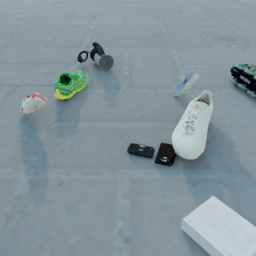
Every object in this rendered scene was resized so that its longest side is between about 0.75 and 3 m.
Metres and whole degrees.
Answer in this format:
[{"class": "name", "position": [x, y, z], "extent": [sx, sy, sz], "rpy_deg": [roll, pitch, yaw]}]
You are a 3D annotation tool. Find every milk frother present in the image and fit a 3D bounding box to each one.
[{"class": "milk frother", "position": [-1.505, -3.127, 12.754], "extent": [1.261, 1.138, 1.186], "rpy_deg": [-42, 41, 3]}]

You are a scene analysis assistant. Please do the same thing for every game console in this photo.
[{"class": "game console", "position": [0.664, 0.646, 7.811], "extent": [1.347, 0.162, 0.794], "rpy_deg": [11, 36, 13]}]

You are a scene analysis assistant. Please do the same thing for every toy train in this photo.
[{"class": "toy train", "position": [4.935, -1.868, 10.884], "extent": [1.226, 0.916, 2.151], "rpy_deg": [-2, 33, -20]}]

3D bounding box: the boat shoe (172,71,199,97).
[{"class": "boat shoe", "position": [2.181, -1.573, 10.434], "extent": [0.495, 1.160, 0.429], "rpy_deg": [18, 34, -37]}]

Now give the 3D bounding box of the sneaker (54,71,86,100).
[{"class": "sneaker", "position": [-2.167, -1.797, 10.756], "extent": [0.733, 0.828, 1.980], "rpy_deg": [9, 35, 14]}]

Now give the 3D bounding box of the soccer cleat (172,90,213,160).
[{"class": "soccer cleat", "position": [1.925, -0.169, 8.121], "extent": [0.952, 1.065, 2.747], "rpy_deg": [18, 38, 12]}]

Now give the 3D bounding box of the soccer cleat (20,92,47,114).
[{"class": "soccer cleat", "position": [-3.091, -0.757, 9.085], "extent": [1.506, 0.517, 0.641], "rpy_deg": [4, 64, 52]}]

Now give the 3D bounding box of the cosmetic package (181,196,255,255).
[{"class": "cosmetic package", "position": [1.888, 2.076, 5.567], "extent": [1.001, 0.343, 1.327], "rpy_deg": [-22, 41, -32]}]
